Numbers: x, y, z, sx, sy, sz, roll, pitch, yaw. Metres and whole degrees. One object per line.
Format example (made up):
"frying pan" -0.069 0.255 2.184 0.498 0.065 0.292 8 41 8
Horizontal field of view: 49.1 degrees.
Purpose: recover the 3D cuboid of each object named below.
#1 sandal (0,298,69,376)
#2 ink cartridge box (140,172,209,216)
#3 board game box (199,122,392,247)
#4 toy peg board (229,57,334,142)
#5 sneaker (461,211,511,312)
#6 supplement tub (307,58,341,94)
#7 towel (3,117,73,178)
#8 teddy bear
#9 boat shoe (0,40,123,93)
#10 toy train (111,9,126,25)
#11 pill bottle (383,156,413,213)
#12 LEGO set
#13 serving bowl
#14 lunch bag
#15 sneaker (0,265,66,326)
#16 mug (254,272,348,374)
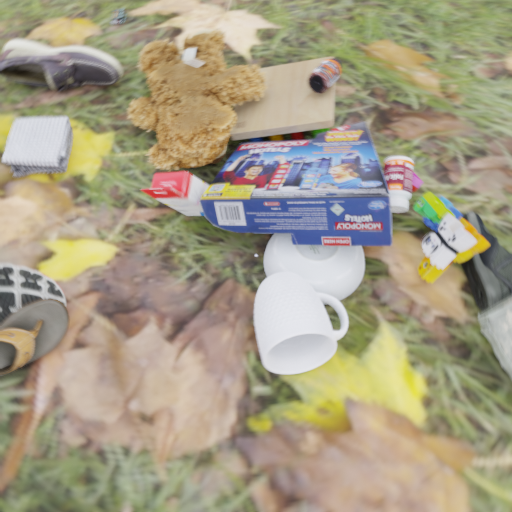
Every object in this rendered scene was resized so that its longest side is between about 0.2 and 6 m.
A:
"sandal" -3.847 1.398 8.530 2.113 0.863 0.577 -25 15 -19
"ink cartridge box" -1.310 -1.128 9.968 0.779 1.341 0.451 3 76 33
"board game box" 1.021 -1.414 10.254 3.148 0.971 3.146 2 34 19
"toy peg board" 0.675 -3.034 11.899 2.077 1.020 2.085 -5 51 16
"sneaker" 4.173 0.061 9.689 1.081 0.722 1.888 -5 57 -5
"supplement tub" 1.382 -3.599 11.089 0.450 0.450 0.841 25 53 17
"towel" -4.381 -2.206 11.400 1.130 0.584 1.365 -1 54 -4
"teddy bear" -1.316 -3.268 11.624 2.950 1.359 4.069 -27 53 -9
"boat shoe" -4.420 -4.135 12.581 2.815 1.013 0.912 11 67 5
"toy train" -3.569 -6.177 14.478 0.317 0.237 0.557 -7 56 11
"pill bottle" 2.506 -1.260 9.965 0.519 0.519 0.909 6 79 4
"LEGO set" 2.999 -0.333 9.710 1.107 1.191 2.902 31 22 -19
"serving bowl" 1.041 -0.047 9.823 1.804 0.593 1.804 1 54 -1
"lunch bag" 4.300 1.227 8.441 1.761 1.035 1.444 -23 78 -17
"sneaker" -4.513 0.459 9.227 2.778 1.070 1.180 9 12 -10
"mug" 0.715 0.975 8.817 1.543 1.139 1.353 1 47 -17
